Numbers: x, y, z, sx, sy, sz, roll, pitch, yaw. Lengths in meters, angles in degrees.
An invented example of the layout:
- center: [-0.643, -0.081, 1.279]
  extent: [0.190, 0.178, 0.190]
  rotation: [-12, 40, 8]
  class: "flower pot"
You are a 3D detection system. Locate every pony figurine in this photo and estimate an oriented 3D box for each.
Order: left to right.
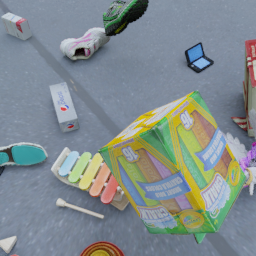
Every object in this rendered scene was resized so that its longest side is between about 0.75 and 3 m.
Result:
- center: [3.995, 0.819, 8.399]
  extent: [2.393, 1.993, 2.310]
  rotation: [-1, 60, -19]
  class: "pony figurine"

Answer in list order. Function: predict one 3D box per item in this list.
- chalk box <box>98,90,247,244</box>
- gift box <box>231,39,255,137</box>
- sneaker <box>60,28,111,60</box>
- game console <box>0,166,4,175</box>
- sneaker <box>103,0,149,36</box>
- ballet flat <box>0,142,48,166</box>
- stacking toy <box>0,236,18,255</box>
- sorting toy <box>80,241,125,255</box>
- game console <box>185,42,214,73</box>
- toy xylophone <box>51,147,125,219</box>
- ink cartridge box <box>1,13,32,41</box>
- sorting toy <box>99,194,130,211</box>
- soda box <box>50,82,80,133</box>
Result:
- center: [1.068, 0.986, 5.615]
  extent: [1.701, 1.693, 2.735]
  rotation: [-39, 100, -43]
  class: "chalk box"
- center: [4.969, -1.342, 9.355]
  extent: [2.926, 2.732, 2.700]
  rotation: [0, 51, 23]
  class: "gift box"
- center: [-1.723, -3.534, 12.186]
  extent: [2.286, 0.930, 1.008]
  rotation: [-27, 58, -9]
  class: "sneaker"
- center: [-4.511, 1.318, 8.559]
  extent: [1.026, 0.607, 0.875]
  rotation: [11, 53, 7]
  class: "game console"
- center: [-0.231, -4.366, 10.355]
  extent: [0.959, 2.457, 1.046]
  rotation: [-20, 92, -41]
  class: "sneaker"
- center: [-3.687, 0.788, 8.906]
  extent: [2.203, 0.790, 0.790]
  rotation: [-4, 52, -9]
  class: "ballet flat"
- center: [-3.489, 3.607, 6.984]
  extent: [1.694, 0.715, 1.533]
  rotation: [-7, 27, -9]
  class: "stacking toy"
- center: [-0.443, 3.851, 6.280]
  extent: [1.613, 1.102, 2.684]
  rotation: [-24, 56, -18]
  class: "sorting toy"
- center: [3.043, -2.999, 11.886]
  extent: [1.069, 0.622, 0.941]
  rotation: [-33, 59, -22]
  class: "game console"
- center: [-1.062, 1.548, 8.221]
  extent: [2.555, 0.642, 1.871]
  rotation: [7, 51, 15]
  class: "toy xylophone"
- center: [-5.191, -4.736, 13.067]
  extent: [1.201, 0.875, 0.497]
  rotation: [27, 57, 19]
  class: "ink cartridge box"
- center: [-0.299, 1.857, 8.427]
  extent: [1.061, 0.194, 0.982]
  rotation: [26, 56, 24]
  class: "sorting toy"
- center: [-2.318, -0.773, 10.167]
  extent: [0.659, 0.613, 1.932]
  rotation: [-16, 54, -12]
  class: "soda box"
